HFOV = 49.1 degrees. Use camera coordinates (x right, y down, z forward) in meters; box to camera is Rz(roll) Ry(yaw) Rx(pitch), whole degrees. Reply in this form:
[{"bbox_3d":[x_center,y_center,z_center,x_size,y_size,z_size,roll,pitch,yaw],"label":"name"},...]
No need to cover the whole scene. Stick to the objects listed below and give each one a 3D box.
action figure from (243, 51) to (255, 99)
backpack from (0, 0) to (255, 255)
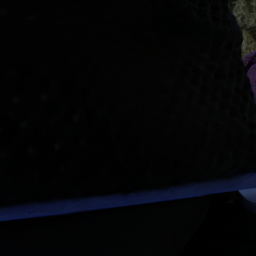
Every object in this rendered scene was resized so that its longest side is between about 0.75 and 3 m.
[{"bbox_3d":[1.751,-0.329,2.424,2.502,1.863,1.676,19,19,31],"label":"action figure"},{"bbox_3d":[-1.007,-0.226,1.101,2.253,1.516,2.057,-7,-3,-11],"label":"backpack"}]
